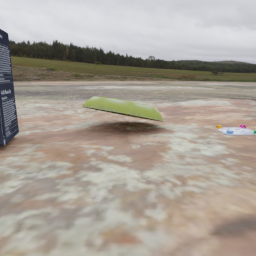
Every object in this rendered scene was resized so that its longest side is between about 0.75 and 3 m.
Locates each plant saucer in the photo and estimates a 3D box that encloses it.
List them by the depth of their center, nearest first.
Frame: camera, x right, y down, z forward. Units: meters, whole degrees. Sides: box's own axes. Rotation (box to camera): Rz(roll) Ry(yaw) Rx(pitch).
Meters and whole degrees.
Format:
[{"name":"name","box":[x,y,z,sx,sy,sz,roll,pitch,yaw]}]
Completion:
[{"name":"plant saucer","box":[-0.109,-0.514,7.401,2.186,0.340,2.186,10,1,0]}]

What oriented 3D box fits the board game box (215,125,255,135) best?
[{"name":"board game box","box":[2.718,0.039,6.996,0.812,0.105,0.812,-1,11,-4]}]

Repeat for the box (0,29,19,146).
[{"name":"box","box":[-3.609,-0.787,5.455,2.457,2.237,1.279,-3,12,-9]}]
